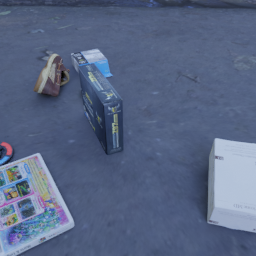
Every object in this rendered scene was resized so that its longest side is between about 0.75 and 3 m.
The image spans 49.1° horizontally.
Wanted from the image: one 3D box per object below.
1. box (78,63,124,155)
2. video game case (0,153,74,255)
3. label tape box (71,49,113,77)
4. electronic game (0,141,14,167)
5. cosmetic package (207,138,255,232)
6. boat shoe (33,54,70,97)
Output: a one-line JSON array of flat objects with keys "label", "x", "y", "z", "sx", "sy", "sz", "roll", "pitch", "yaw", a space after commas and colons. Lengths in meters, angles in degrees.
[{"label": "box", "x": -0.837, "y": -0.626, "z": 8.478, "sx": 0.601, "sy": 1.857, "sz": 2.355, "roll": -16, "pitch": 42, "yaw": -19}, {"label": "video game case", "x": -2.855, "y": 1.839, "z": 6.662, "sx": 2.354, "sy": 0.306, "sz": 2.586, "roll": -20, "pitch": 42, "yaw": -24}, {"label": "label tape box", "x": -1.582, "y": -2.745, "z": 12.117, "sx": 1.289, "sy": 0.595, "sz": 1.800, "roll": -16, "pitch": 40, "yaw": -19}, {"label": "electronic game", "x": -3.873, "y": 0.777, "z": 8.025, "sx": 1.132, "sy": 0.235, "sz": 1.132, "roll": 0, "pitch": 39, "yaw": 0}, {"label": "cosmetic package", "x": 2.548, "y": 1.304, "z": 6.704, "sx": 1.153, "sy": 0.829, "sz": 2.044, "roll": 7, "pitch": 45, "yaw": 8}, {"label": "boat shoe", "x": -2.854, "y": -2.058, "z": 11.114, "sx": 1.047, "sy": 1.050, "sz": 2.910, "roll": 23, "pitch": 26, "yaw": -15}]
